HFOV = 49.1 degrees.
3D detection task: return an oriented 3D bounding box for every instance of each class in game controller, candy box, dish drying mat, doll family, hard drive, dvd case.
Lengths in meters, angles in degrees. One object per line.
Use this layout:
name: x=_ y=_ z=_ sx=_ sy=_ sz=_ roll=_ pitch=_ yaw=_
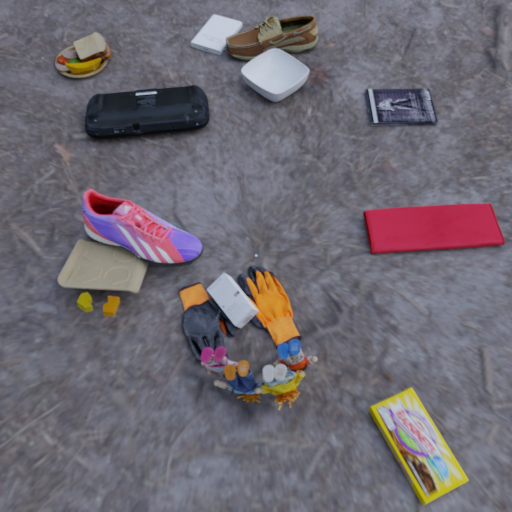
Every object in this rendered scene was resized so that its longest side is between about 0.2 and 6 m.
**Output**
game controller: x=-2.656 y=-3.536 z=13.676 sx=2.996 sy=0.631 sz=1.563 roll=-6 pitch=43 yaw=-4
candy box: x=2.707 y=3.163 z=9.437 sx=0.875 sy=0.226 sz=1.712 roll=-20 pitch=61 yaw=-17
dish drying mat: x=3.735 y=-0.587 z=11.882 sx=2.801 sy=0.255 sz=1.076 roll=-3 pitch=58 yaw=-3
doll family: x=0.023 y=2.105 z=9.448 sx=2.059 sy=1.278 sz=0.928 roll=-5 pitch=61 yaw=12
hard drive: x=-1.089 y=-6.118 z=15.483 sx=0.910 sy=0.184 sz=1.379 roll=21 pitch=60 yaw=13
dvd case: x=3.597 y=-3.716 z=13.962 sx=1.643 sy=0.131 sz=1.222 roll=-1 pitch=57 yaw=0

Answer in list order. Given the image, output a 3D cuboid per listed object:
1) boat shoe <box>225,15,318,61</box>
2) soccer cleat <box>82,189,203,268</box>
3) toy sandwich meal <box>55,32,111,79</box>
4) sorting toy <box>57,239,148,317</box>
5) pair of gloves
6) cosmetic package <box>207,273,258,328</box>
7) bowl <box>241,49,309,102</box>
boat shoe: x=0.430 y=-5.925 z=14.908 sx=2.522 sy=0.931 sz=0.954 roll=-12 pitch=58 yaw=-8
soccer cleat: x=-2.321 y=-0.556 z=11.159 sx=2.691 sy=0.985 sz=0.918 roll=19 pitch=49 yaw=17
toy sandwich meal: x=-4.572 y=-5.275 z=14.733 sx=1.521 sy=0.521 sz=1.521 roll=0 pitch=57 yaw=0
sorting toy: x=-2.991 y=0.424 z=10.913 sx=1.547 sy=0.278 sz=2.077 roll=6 pitch=38 yaw=0
pair of gloves: x=-0.370 y=1.121 z=10.767 sx=2.133 sy=0.264 sz=1.901 roll=-18 pitch=59 yaw=-10
cosmetic package: x=-0.458 y=0.855 z=10.767 sx=0.503 sy=0.367 sz=0.990 roll=-44 pitch=63 yaw=4
bowl: x=0.476 y=-4.518 z=14.251 sx=1.402 sy=0.523 sz=1.400 roll=-39 pitch=65 yaw=-23
